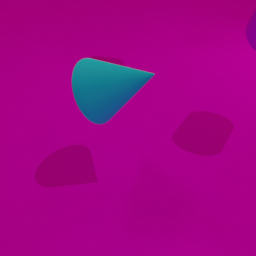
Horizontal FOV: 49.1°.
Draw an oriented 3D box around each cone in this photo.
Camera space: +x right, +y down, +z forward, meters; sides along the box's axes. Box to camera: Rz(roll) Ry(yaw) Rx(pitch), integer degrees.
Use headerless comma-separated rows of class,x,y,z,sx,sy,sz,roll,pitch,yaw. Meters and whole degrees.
cone,-0.100,-0.860,5.396,1.382,1.377,1.377,-11,35,31

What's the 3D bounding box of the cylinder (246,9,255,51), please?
cylinder,3.377,-2.382,6.078,1.244,1.244,1.244,-1,78,6
